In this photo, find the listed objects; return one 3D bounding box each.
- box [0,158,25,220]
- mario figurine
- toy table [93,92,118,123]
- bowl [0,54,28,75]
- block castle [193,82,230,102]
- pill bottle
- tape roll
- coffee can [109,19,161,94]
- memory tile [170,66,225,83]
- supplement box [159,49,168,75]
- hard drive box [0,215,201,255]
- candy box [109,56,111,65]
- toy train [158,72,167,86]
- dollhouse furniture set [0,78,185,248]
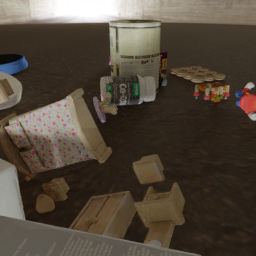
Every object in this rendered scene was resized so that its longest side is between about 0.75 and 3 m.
[{"bbox_3d":[-2.860,1.134,4.060,2.727,1.696,1.329,16,30,31],"label":"box"},{"bbox_3d":[4.002,-0.861,9.047,0.827,0.964,1.561,-42,6,15],"label":"mario figurine"},{"bbox_3d":[-0.694,-0.669,8.719,0.540,0.922,0.848,-25,-19,7],"label":"toy table"},{"bbox_3d":[-6.785,-3.364,14.808,2.789,0.548,2.789,-3,28,2],"label":"bowl"},{"bbox_3d":[3.234,-1.366,10.772,1.236,0.580,0.826,-10,23,-26],"label":"block castle"},{"bbox_3d":[-0.020,-1.371,10.163,1.897,1.073,1.073,-6,26,-9],"label":"pill bottle"},{"bbox_3d":[-5.233,-1.473,10.259,2.531,0.462,2.531,14,30,-8],"label":"tape roll"},{"bbox_3d":[0.285,-2.828,11.261,2.023,2.764,2.023,0,25,0],"label":"coffee can"},{"bbox_3d":[3.441,-2.720,14.082,1.877,0.206,2.449,-11,28,-21],"label":"memory tile"},{"bbox_3d":[0.903,-3.196,13.908,1.867,1.222,0.963,-12,29,-23],"label":"supplement box"},{"bbox_3d":[-0.637,1.833,2.441,2.327,1.813,0.893,6,26,13],"label":"hard drive box"},{"bbox_3d":[-0.022,-3.824,16.018,1.798,0.548,1.226,-13,28,-25],"label":"candy box"},{"bbox_3d":[1.448,-2.262,12.829,0.677,0.506,1.188,13,23,-1],"label":"toy train"},{"bbox_3d":[-0.873,0.480,3.825,2.401,2.816,1.375,-16,20,29],"label":"dollhouse furniture set"}]
